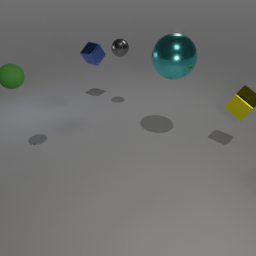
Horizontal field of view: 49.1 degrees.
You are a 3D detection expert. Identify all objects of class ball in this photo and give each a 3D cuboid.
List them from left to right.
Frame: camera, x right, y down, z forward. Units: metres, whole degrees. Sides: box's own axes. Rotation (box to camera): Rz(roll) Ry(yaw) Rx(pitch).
[{"bbox_3d":[-3.228,-1.427,7.744,0.700,0.700,0.700,0,29,0],"label":"ball"},{"bbox_3d":[-0.314,-3.194,11.157,0.700,0.700,0.700,0,29,0],"label":"ball"},{"bbox_3d":[1.426,-2.193,8.640,1.400,1.400,1.400,0,29,0],"label":"ball"}]

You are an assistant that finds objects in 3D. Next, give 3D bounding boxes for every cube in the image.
[{"bbox_3d":[-1.571,-3.331,12.585,0.700,0.700,0.700,22,72,33],"label":"cube"},{"bbox_3d":[3.698,-0.802,9.007,0.700,0.700,0.700,43,57,14],"label":"cube"}]
